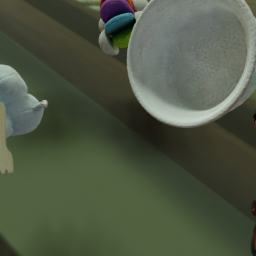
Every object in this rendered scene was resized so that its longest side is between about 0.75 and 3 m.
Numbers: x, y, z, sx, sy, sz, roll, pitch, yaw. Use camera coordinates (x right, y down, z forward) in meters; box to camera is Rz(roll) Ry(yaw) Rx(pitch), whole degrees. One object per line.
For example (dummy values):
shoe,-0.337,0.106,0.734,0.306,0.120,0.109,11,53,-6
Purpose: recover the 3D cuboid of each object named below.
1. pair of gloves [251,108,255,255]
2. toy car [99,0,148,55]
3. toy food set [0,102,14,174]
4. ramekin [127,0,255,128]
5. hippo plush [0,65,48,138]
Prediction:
pair of gloves,1.412,0.679,2.647,0.212,1.525,1.712,-9,46,32
toy car,-0.196,-2.799,7.109,1.451,1.243,1.658,-21,49,20
toy food set,-1.816,0.120,2.600,1.320,0.265,0.911,-8,72,-15
ramekin,0.957,-0.964,3.914,1.841,1.841,0.897,42,30,27
hippo plush,-2.183,-0.149,4.651,1.737,2.161,1.721,-39,20,-30
